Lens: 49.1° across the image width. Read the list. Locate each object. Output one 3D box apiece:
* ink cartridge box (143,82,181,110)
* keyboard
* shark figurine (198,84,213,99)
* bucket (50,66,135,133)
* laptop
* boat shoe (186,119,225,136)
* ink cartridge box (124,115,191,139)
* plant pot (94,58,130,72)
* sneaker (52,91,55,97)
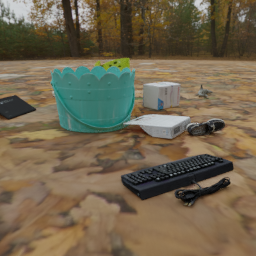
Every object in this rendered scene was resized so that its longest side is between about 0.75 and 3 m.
[{"bbox_3d":[1.398,-1.359,11.623,1.289,0.946,0.941,-12,20,-37],"label":"ink cartridge box"},{"bbox_3d":[1.132,0.909,5.349,2.337,0.241,1.485,-11,20,-30],"label":"keyboard"},{"bbox_3d":[3.701,-1.855,13.947,0.870,0.608,1.456,6,16,23],"label":"shark figurine"},{"bbox_3d":[-1.064,-1.011,9.042,2.734,1.779,2.734,-1,17,0],"label":"bucket"},{"bbox_3d":[-4.769,-0.611,10.655,1.710,0.991,1.601,33,24,7],"label":"laptop"},{"bbox_3d":[2.268,-0.004,8.043,1.146,0.423,0.346,-4,17,-4],"label":"boat shoe"},{"bbox_3d":[0.884,-0.072,8.490,1.648,0.389,1.319,4,17,35],"label":"ink cartridge box"},{"bbox_3d":[-0.636,-1.757,11.049,1.399,1.534,1.541,1,-15,-3],"label":"plant pot"},{"bbox_3d":[-3.324,-1.812,13.725,0.455,0.605,1.293,-13,22,-35],"label":"sneaker"}]
